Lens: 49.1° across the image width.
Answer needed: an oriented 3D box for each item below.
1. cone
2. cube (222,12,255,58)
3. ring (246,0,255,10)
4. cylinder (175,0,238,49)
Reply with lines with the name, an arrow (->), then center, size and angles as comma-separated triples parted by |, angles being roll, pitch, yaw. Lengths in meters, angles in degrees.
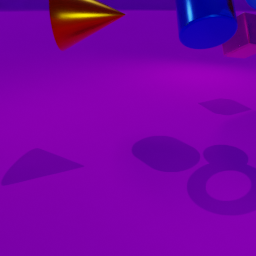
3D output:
cone -> -0.744, -2.334, 5.824 | 1.391, 1.386, 1.386 | -1, 25, 2
cube -> 3.812, -2.986, 9.172 | 1.048, 1.048, 1.048 | -4, -6, -29
ring -> 3.016, -2.878, 5.166 | 1.716, 1.716, 0.343 | -7, 67, -15
cylinder -> 1.740, -2.662, 6.356 | 1.263, 1.263, 1.263 | -2, -16, -1
